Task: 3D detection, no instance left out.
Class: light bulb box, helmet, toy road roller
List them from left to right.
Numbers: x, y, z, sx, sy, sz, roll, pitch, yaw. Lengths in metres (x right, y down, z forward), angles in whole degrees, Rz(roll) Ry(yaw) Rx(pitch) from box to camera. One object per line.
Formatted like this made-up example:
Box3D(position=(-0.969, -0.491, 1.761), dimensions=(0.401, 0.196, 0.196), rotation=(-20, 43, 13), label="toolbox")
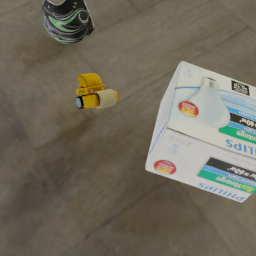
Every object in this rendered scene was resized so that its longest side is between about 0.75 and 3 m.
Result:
Box3D(position=(-1.932, -3.407, 8.791), dimensions=(1.430, 1.500, 1.500), rotation=(-25, 67, -4), label="helmet")
Box3D(position=(-0.923, -1.029, 7.619), dimensions=(0.781, 1.270, 0.927), rotation=(-18, 105, -37), label="toy road roller")
Box3D(position=(1.936, 0.026, 6.630), dimensions=(2.431, 1.531, 2.453), rotation=(19, 47, -1), label="light bulb box")
